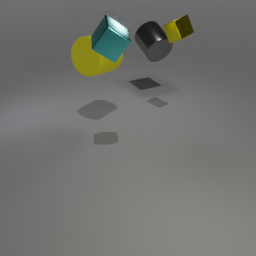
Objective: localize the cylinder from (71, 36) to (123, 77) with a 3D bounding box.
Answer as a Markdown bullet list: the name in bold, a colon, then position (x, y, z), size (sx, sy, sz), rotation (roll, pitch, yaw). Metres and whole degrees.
- **cylinder**: position (-1.129, -2.716, 10.403), size (1.400, 1.400, 1.400), rotation (17, 28, 27)

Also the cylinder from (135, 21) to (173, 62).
- **cylinder**: position (1.237, -4.202, 13.640), size (1.400, 1.400, 1.400), rotation (-15, 60, -25)

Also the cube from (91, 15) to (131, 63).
- **cube**: position (-0.437, -2.207, 6.956), size (0.700, 0.700, 0.700), rotation (25, 35, -29)

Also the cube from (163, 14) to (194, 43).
- **cube**: position (1.844, -3.616, 10.249), size (0.700, 0.700, 0.700), rotation (-33, 18, -23)
